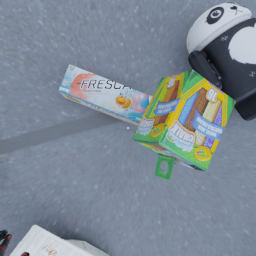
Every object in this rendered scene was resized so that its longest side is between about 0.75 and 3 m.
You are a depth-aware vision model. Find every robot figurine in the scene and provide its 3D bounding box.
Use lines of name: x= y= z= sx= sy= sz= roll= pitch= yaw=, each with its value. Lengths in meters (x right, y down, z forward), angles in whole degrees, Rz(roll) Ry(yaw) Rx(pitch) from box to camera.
robot figurine: x=2.644 y=-1.625 z=6.767 sx=1.749 sy=2.106 sz=2.803 roll=-34 pitch=83 yaw=26

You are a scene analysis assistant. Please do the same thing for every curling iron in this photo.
curling iron: x=-2.326 y=2.214 z=4.880 sx=0.420 sy=1.695 sz=0.217 roll=-11 pitch=98 yaw=-16

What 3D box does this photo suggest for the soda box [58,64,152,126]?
soda box: x=-0.526 y=-0.780 z=7.146 sx=2.335 sy=0.799 sz=0.742 roll=21 pitch=82 yaw=3

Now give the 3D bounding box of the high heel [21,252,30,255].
high heel: x=-2.620 y=3.565 z=6.207 sx=0.921 sy=1.313 sz=2.732 roll=32 pitch=78 yaw=24

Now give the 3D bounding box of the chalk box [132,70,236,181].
chalk box: x=0.685 y=0.039 z=3.891 sx=0.845 sy=0.851 sz=1.364 roll=31 pitch=79 yaw=-21

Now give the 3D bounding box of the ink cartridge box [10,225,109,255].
ink cartridge box: x=-1.706 y=3.283 z=6.199 sx=2.334 sy=0.585 sz=1.878 roll=40 pitch=83 yaw=-22
